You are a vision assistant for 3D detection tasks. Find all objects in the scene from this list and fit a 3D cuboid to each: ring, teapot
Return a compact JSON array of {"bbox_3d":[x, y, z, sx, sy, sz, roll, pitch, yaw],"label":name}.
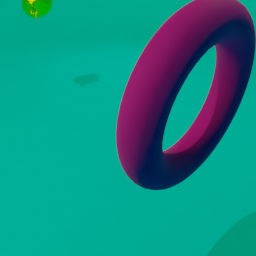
[{"bbox_3d":[0.498,-0.196,2.152,0.303,1.515,1.515,31,44,33],"label":"ring"},{"bbox_3d":[-2.541,-3.548,7.695,0.865,0.681,1.390,-4,67,3],"label":"teapot"}]
